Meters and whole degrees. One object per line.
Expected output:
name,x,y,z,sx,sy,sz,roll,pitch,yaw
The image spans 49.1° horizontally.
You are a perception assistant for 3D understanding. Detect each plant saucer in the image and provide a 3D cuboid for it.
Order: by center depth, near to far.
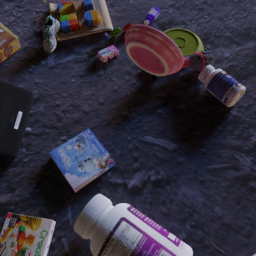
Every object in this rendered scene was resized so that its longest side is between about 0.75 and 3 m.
plant saucer,0.680,-2.187,8.321,1.961,1.961,0.497,30,77,16
plant saucer,2.200,-3.603,12.083,2.181,0.339,2.181,0,60,0

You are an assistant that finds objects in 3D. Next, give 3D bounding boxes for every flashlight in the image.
flashlight,2.103,-2.518,11.022,2.484,0.841,0.844,-9,68,-14

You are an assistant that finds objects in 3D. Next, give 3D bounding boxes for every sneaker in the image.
sneaker,-3.413,-3.986,11.910,0.623,0.693,1.605,4,80,15

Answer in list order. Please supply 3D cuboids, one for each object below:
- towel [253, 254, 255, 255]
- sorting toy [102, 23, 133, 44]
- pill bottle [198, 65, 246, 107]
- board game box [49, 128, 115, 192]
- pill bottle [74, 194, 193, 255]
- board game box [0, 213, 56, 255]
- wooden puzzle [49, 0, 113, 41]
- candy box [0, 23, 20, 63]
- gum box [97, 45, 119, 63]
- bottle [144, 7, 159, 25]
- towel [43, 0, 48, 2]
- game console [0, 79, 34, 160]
towel,3.750,4.264,7.462,2.365,0.408,1.567,-28,65,-16
sorting toy,-0.363,-4.092,12.370,1.566,0.543,0.539,-26,86,-16
pill bottle,3.502,-1.636,10.588,0.916,0.916,1.651,-36,66,-19
board game box,-1.528,1.029,9.363,1.596,0.348,1.603,-34,65,-17
pill bottle,0.062,3.067,7.440,2.930,1.645,1.645,31,64,17
board game box,-3.028,3.613,7.829,1.399,0.383,2.216,8,60,3
wooden puzzle,-2.216,-5.254,12.875,2.681,0.621,2.484,-11,60,-7
candy box,-6.096,-3.158,11.323,1.706,0.826,2.924,41,68,3
gum box,-0.811,-3.138,11.838,0.829,0.274,0.471,-30,63,-16
bottle,1.079,-5.166,12.988,0.431,0.337,1.031,24,63,16
towel,-2.600,-4.864,8.292,1.310,1.756,0.269,-45,24,-11
game console,-5.090,-0.251,10.049,2.538,1.680,2.886,21,56,-28
